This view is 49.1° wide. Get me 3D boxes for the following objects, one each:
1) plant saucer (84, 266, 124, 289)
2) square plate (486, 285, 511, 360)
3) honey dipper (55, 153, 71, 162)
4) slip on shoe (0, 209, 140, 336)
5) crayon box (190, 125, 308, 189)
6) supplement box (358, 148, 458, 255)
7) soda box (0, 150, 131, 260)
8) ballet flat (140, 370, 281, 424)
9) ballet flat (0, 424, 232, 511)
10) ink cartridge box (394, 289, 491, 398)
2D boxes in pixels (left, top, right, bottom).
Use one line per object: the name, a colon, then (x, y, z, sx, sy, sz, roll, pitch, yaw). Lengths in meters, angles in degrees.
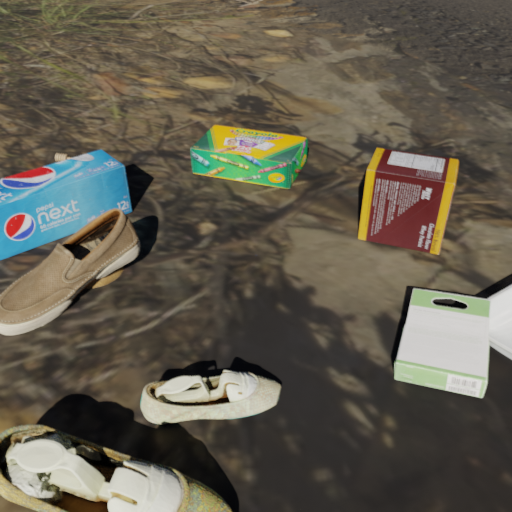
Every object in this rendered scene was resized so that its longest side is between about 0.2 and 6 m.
plant saucer: (-2.688, 0.154, 9.125, 1.031, 0.182, 1.031, 0, 35, 0)
square plate: (4.950, 1.193, 7.404, 3.194, 0.459, 3.225, -22, 40, -28)
honey dipper: (-3.916, -2.119, 12.380, 1.043, 0.198, 0.198, 8, 36, 7)
slip on shoe: (-2.858, 0.172, 8.381, 2.520, 0.763, 0.958, -34, 52, -28)
crayon box: (-0.129, -2.146, 11.990, 2.205, 0.642, 1.310, 11, 36, 15)
supplement box: (2.604, -0.950, 9.639, 1.406, 1.387, 0.934, 12, 37, 17)
soda box: (-3.791, -0.891, 9.877, 2.998, 1.017, 0.962, -26, 43, -31)
ballet flat: (-0.510, 1.649, 6.681, 1.726, 0.538, 0.582, -8, 36, -11)
ballet flat: (-1.503, 2.273, 5.500, 2.615, 0.924, 0.924, 11, 37, 15)
ink cartridge box: (2.522, 1.109, 7.494, 1.101, 0.363, 1.513, 8, 38, 20)
